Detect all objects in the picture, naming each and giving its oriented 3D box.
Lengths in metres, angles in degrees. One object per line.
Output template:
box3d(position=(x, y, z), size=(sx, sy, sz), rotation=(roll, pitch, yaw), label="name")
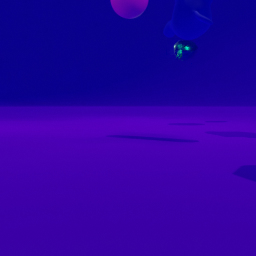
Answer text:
box3d(position=(0.045, -3.962, 8.552), size=(1.160, 1.160, 1.160), rotation=(0, 5, 0), label="ball")
box3d(position=(2.134, -2.819, 10.312), size=(0.870, 0.685, 1.399), rotation=(27, 44, 26), label="teapot")
box3d(position=(1.145, -2.344, 5.676), size=(1.107, 0.927, 1.539), rotation=(20, -1, -24), label="monkey head")
